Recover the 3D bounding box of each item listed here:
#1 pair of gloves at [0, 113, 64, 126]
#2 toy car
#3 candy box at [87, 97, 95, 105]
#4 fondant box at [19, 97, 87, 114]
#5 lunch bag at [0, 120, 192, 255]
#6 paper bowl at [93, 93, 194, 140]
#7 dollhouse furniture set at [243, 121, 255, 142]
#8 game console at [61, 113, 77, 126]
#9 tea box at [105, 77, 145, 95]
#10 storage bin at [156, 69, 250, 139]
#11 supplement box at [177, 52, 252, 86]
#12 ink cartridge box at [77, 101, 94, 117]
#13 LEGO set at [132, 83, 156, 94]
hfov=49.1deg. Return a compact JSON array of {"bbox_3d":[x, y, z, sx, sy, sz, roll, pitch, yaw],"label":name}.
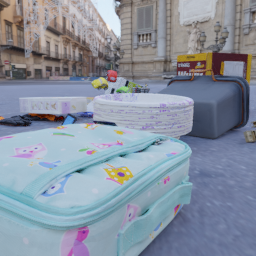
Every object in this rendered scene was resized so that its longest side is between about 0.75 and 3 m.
[{"bbox_3d":[-4.063,-0.411,11.392,2.076,0.288,2.330,8,14,34],"label":"pair of gloves"},{"bbox_3d":[-0.537,-1.983,13.110,1.838,0.435,1.953,36,38,4],"label":"toy car"},{"bbox_3d":[-1.814,-1.673,17.350,1.634,0.461,0.953,1,8,9],"label":"candy box"},{"bbox_3d":[-3.105,-0.960,11.670,2.297,0.669,1.657,2,8,32],"label":"fondant box"},{"bbox_3d":[-0.523,0.667,3.638,2.380,1.144,2.968,7,13,30],"label":"lunch bag"},{"bbox_3d":[0.386,-0.160,7.331,2.570,1.337,2.570,0,11,0],"label":"paper bowl"},{"bbox_3d":[3.664,0.132,7.696,0.508,0.670,0.765,-6,-15,-20],"label":"dollhouse furniture set"},{"bbox_3d":[-2.154,-0.053,8.596,0.955,0.662,1.119,-4,11,-25],"label":"game console"},{"bbox_3d":[-0.242,-2.325,17.552,1.779,1.208,1.809,19,2,-26],"label":"tea box"},{"bbox_3d":[2.217,-0.782,9.316,2.972,2.163,1.996,9,24,37],"label":"storage bin"},{"bbox_3d":[3.863,-1.961,12.800,2.803,2.765,1.861,-6,13,-29],"label":"supplement box"},{"bbox_3d":[-1.552,-0.889,12.949,0.936,0.329,1.568,6,31,30],"label":"ink cartridge box"},{"bbox_3d":[1.346,-1.489,13.855,1.922,1.448,2.500,-7,13,-31],"label":"LEGO set"}]
